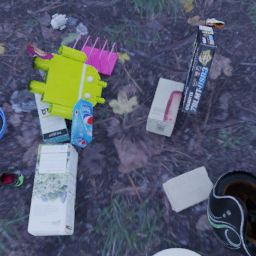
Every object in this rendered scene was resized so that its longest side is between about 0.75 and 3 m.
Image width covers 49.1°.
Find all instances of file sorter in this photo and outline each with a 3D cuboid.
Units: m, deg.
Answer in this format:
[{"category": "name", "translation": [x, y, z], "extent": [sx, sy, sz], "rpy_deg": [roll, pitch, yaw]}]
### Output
[{"category": "file sorter", "translation": [-1.357, -3.105, 11.703], "extent": [1.628, 1.021, 1.131], "rpy_deg": [15, 66, 7]}]

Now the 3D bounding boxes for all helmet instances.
[{"category": "helmet", "translation": [3.546, 2.567, 8.465], "extent": [2.408, 2.295, 2.408], "rpy_deg": [-1, 95, -11]}]

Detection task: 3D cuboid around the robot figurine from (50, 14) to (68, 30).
[{"category": "robot figurine", "translation": [-3.151, -4.850, 12.787], "extent": [0.828, 0.467, 0.702], "rpy_deg": [-39, 105, -16]}]

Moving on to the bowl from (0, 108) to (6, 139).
[{"category": "bowl", "translation": [-5.668, -0.068, 10.678], "extent": [2.051, 0.403, 2.051], "rpy_deg": [0, 65, 0]}]

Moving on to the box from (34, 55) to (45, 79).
[{"category": "box", "translation": [-3.591, -2.516, 11.468], "extent": [0.199, 0.966, 0.753], "rpy_deg": [-24, 67, -10]}]

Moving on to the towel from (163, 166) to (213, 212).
[{"category": "towel", "translation": [2.143, 2.129, 9.763], "extent": [1.687, 0.291, 1.118], "rpy_deg": [-19, 69, -9]}]

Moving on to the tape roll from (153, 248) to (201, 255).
[{"category": "tape roll", "translation": [1.509, 5.036, 8.326], "extent": [2.722, 0.497, 2.722], "rpy_deg": [0, 67, 0]}]

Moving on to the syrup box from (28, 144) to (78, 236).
[{"category": "syrup box", "translation": [-2.400, 2.031, 9.306], "extent": [1.128, 1.167, 2.865], "rpy_deg": [-2, 66, 2]}]

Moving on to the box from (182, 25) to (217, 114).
[{"category": "box", "translation": [2.423, -2.062, 9.700], "extent": [0.591, 2.381, 2.363], "rpy_deg": [12, 35, 7]}]

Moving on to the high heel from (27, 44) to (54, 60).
[{"category": "high heel", "translation": [-2.993, -2.603, 9.559], "extent": [0.890, 0.428, 0.300], "rpy_deg": [4, 51, -4]}]

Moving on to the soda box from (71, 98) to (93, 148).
[{"category": "soda box", "translation": [-1.605, -0.187, 9.813], "extent": [0.532, 0.563, 1.659], "rpy_deg": [21, 47, -31]}]

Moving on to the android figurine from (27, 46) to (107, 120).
[{"category": "android figurine", "translation": [-2.181, -1.658, 10.582], "extent": [2.953, 0.606, 2.688], "rpy_deg": [14, 79, -28]}]

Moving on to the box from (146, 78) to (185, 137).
[{"category": "box", "translation": [1.408, -0.771, 10.582], "extent": [0.979, 1.149, 1.797], "rpy_deg": [16, 67, 7]}]

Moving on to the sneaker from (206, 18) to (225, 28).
[{"category": "sneaker", "translation": [4.025, -4.890, 12.905], "extent": [0.848, 0.321, 0.390], "rpy_deg": [8, 62, 2]}]

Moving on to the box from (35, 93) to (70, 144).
[{"category": "box", "translation": [-2.935, -0.499, 10.799], "extent": [0.903, 0.540, 2.196], "rpy_deg": [-15, 67, -8]}]

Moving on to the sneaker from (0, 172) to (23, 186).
[{"category": "sneaker", "translation": [-4.470, 1.761, 9.717], "extent": [1.543, 0.647, 0.592], "rpy_deg": [-8, 66, -4]}]
